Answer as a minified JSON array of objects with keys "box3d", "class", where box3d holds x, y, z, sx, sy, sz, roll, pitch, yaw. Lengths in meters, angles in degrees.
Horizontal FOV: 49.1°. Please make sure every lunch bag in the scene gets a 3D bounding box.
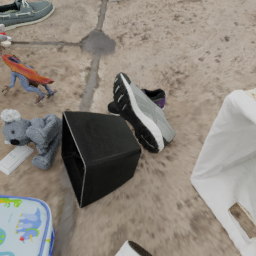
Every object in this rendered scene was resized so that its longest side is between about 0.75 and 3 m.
[{"box3d":[-2.503,2.605,4.933,2.253,1.156,2.803,3,42,-6],"class":"lunch bag"}]

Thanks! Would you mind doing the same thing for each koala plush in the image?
[{"box3d":[-2.543,0.144,7.233,1.455,1.290,1.337,9,40,4],"class":"koala plush"}]

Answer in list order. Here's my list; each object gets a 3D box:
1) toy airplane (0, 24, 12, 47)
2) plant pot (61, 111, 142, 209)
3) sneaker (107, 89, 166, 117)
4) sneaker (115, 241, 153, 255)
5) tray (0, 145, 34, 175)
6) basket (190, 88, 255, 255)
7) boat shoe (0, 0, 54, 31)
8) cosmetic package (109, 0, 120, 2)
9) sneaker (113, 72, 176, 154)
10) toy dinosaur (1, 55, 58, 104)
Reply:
[{"box3d":[-5.130,-3.337,10.089,1.764,1.245,1.757,-11,50,-9],"class":"toy airplane"},{"box3d":[-0.641,0.624,6.651,1.478,1.666,1.662,-10,49,-25],"class":"plant pot"},{"box3d":[0.246,-0.863,8.323,1.757,0.769,0.665,-7,50,-6],"class":"sneaker"},{"box3d":[0.706,3.282,4.953,2.619,0.954,1.109,34,84,21],"class":"sneaker"},{"box3d":[-2.991,0.777,7.392,0.499,0.103,0.930,25,55,21],"class":"tray"},{"box3d":[3.217,0.996,5.441,2.399,2.983,2.957,-17,52,-21],"class":"basket"},{"box3d":[-4.400,-4.866,11.592,2.866,0.885,1.044,-30,56,-23],"class":"boat shoe"},{"box3d":[-0.459,-6.773,12.882,1.125,1.353,1.132,-13,51,-11],"class":"cosmetic package"},{"box3d":[0.393,-0.492,7.710,0.966,0.901,2.437,-27,79,-30],"class":"sneaker"},{"box3d":[-3.053,-1.725,8.586,1.977,2.179,1.144,50,44,-1],"class":"toy dinosaur"}]
